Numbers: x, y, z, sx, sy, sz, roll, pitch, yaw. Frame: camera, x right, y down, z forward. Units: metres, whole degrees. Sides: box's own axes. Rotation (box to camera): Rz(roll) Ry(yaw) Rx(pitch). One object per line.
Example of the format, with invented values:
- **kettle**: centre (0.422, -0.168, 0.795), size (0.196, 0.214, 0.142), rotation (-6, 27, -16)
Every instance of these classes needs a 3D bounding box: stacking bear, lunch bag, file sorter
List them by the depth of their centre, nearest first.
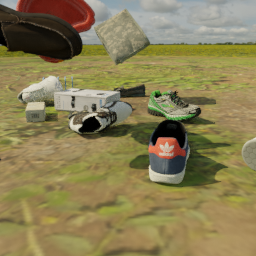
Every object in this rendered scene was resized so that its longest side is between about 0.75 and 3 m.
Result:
- **stacking bear**: centre (-1.959, -2.378, 7.172), size (1.586, 1.485, 2.612), rotation (-49, 12, -9)
- **lunch bag**: centre (-0.194, -3.620, 11.562), size (1.644, 1.178, 2.004), rotation (-30, 64, 1)
- **file sorter**: centre (-3.370, -2.003, 13.610), size (1.464, 0.898, 1.016), rotation (-3, 19, -11)

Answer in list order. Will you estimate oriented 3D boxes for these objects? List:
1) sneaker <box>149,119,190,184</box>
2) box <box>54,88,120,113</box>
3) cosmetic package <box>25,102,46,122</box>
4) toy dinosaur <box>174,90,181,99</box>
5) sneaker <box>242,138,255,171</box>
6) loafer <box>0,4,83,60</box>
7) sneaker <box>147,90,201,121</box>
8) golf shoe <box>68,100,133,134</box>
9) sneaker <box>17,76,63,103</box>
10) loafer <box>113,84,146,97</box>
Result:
- **sneaker**: centre (0.962, 0.238, 6.266), size (0.939, 1.058, 2.504), rotation (2, 17, 7)
- **box**: centre (-1.586, -1.064, 10.980), size (2.274, 0.684, 1.326), rotation (7, 19, 22)
- **cosmetic package**: centre (-3.241, -0.579, 9.880), size (0.618, 0.437, 1.194), rotation (-5, 19, -15)
- **toy dinosaur**: centre (1.793, -1.222, 12.034), size (1.169, 0.597, 0.794), rotation (-30, 14, -23)
- **sneaker**: centre (4.060, 0.459, 5.558), size (1.996, 1.050, 2.762), rotation (-18, 24, -38)
- **loafer**: centre (-1.989, -1.691, 5.296), size (2.254, 0.823, 0.804), rotation (15, 54, 2)
- **sneaker**: centre (1.532, -0.809, 9.757), size (0.867, 0.947, 2.223), rotation (-16, 24, -42)
- **golf shoe**: centre (-0.700, -0.220, 8.339), size (2.093, 0.814, 0.989), rotation (-17, 28, -20)
- **sneaker**: centre (-3.694, -1.402, 11.613), size (2.436, 0.949, 1.210), rotation (-12, 20, 41)
- **loafer**: centre (-0.101, -1.830, 13.525), size (1.929, 0.607, 0.693), rotation (-3, 18, -9)
